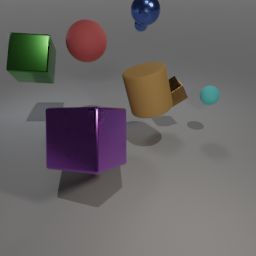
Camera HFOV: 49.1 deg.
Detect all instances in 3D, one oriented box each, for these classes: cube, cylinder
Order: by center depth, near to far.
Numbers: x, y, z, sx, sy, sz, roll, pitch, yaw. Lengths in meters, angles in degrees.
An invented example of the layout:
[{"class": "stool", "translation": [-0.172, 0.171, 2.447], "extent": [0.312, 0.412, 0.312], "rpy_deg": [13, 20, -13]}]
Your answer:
[{"class": "cube", "translation": [-0.953, 0.225, 6.660], "extent": [1.400, 1.400, 1.400], "rpy_deg": [1, 3, 26]}, {"class": "cylinder", "translation": [0.645, -1.243, 9.054], "extent": [1.400, 1.400, 1.400], "rpy_deg": [-12, 28, 6]}, {"class": "cube", "translation": [-3.504, -2.530, 10.345], "extent": [1.400, 1.400, 1.400], "rpy_deg": [2, -7, -5]}, {"class": "cube", "translation": [1.704, -1.368, 10.502], "extent": [0.700, 0.700, 0.700], "rpy_deg": [-31, 45, 7]}]

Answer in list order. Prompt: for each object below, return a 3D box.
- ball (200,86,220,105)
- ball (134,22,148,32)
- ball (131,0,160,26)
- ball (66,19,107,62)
[{"class": "ball", "translation": [2.954, -1.178, 10.134], "extent": [0.700, 0.700, 0.700], "rpy_deg": [0, 28, 0]}, {"class": "ball", "translation": [0.677, -5.362, 14.508], "extent": [0.700, 0.700, 0.700], "rpy_deg": [0, 28, 0]}, {"class": "ball", "translation": [0.830, -5.594, 13.264], "extent": [1.400, 1.400, 1.400], "rpy_deg": [0, 28, 0]}, {"class": "ball", "translation": [-1.420, -2.969, 9.594], "extent": [1.400, 1.400, 1.400], "rpy_deg": [0, 28, 0]}]
